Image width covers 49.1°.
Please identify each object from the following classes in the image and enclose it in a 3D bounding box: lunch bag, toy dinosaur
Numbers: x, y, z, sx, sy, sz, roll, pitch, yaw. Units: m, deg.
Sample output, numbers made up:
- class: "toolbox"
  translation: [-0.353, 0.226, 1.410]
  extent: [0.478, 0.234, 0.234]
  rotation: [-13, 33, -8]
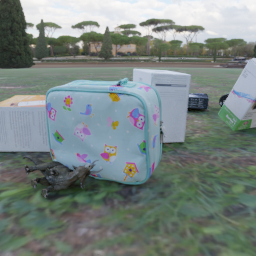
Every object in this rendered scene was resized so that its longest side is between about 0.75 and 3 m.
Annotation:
- class: "lunch bag"
  translation: [-0.516, -0.028, 6.336]
  extent: [2.775, 2.225, 1.070]
  rotation: [6, 18, 26]
- class: "toy dinosaur"
  translation: [-1.550, 0.989, 5.941]
  extent: [1.877, 0.722, 0.960]
  rotation: [2, 0, 35]

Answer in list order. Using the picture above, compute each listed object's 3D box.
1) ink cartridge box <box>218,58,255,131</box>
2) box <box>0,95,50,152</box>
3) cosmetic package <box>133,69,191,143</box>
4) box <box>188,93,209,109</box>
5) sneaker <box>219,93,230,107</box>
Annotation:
- class: "ink cartridge box"
  translation: [4.587, -1.162, 9.864]
  extent: [1.739, 2.401, 1.008]
  rotation: [-8, 48, -26]
- class: "box"
  translation: [-2.514, -0.211, 8.656]
  extent: [2.535, 1.348, 1.930]
  rotation: [0, 15, -1]
- class: "cosmetic package"
  translation: [0.988, -0.810, 9.319]
  extent: [1.312, 2.134, 2.128]
  rotation: [1, 15, -14]
- class: "box"
  translation: [2.735, -1.408, 14.075]
  extent: [2.469, 0.537, 1.978]
  rotation: [4, 14, 13]
- class: "sneaker"
  translation: [5.936, -1.637, 13.714]
  extent: [2.675, 1.010, 1.539]
  rotation: [-11, 6, 31]
